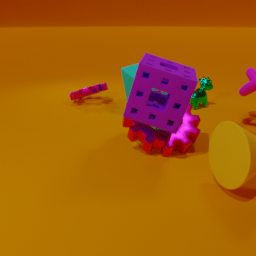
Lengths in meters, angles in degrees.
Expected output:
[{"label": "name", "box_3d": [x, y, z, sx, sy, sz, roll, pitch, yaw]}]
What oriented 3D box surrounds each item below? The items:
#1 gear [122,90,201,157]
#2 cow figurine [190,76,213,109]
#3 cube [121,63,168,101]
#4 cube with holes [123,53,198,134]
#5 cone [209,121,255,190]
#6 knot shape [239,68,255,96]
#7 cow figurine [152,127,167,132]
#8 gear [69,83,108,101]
[{"label": "gear", "box_3d": [0.790, -0.163, 6.633, 1.802, 0.333, 1.802, 5, 48, -6]}, {"label": "cow figurine", "box_3d": [2.408, -1.201, 9.361, 1.012, 0.996, 0.555, -18, 25, -32]}, {"label": "cube", "box_3d": [0.613, -1.390, 9.121, 1.211, 1.211, 1.211, -19, 31, -13]}, {"label": "cube with holes", "box_3d": [0.676, -0.756, 5.841, 1.128, 1.128, 1.128, 19, 26, 2]}, {"label": "cone", "box_3d": [2.205, 0.450, 4.850, 1.143, 1.138, 1.138, 0, 21, -15]}, {"label": "knot shape", "box_3d": [3.608, -1.127, 7.447, 1.427, 0.705, 1.525, -8, 26, -32]}, {"label": "cow figurine", "box_3d": [0.866, -0.191, 7.416, 1.180, 0.658, 1.199, 15, 27, 25]}, {"label": "gear", "box_3d": [-1.395, -1.296, 9.979, 1.366, 0.253, 1.366, -17, 7, 2]}]
